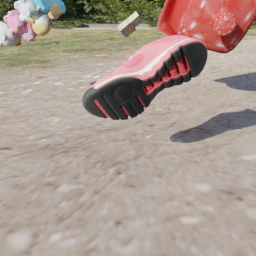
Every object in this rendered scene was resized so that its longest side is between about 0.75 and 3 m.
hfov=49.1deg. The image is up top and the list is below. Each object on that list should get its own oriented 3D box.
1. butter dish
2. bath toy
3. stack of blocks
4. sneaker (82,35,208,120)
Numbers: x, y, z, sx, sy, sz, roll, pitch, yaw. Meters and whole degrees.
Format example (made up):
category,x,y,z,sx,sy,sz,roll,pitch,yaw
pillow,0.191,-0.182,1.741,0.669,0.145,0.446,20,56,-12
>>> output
category,x,y,z,sx,sy,sz,roll,pitch,yaw
butter dish,2.492,-3.197,7.770,2.707,2.700,2.001,15,41,-11
bath toy,-3.046,-3.165,8.493,2.605,1.133,0.963,-14,13,38
stack of blocks,0.105,-3.753,10.203,0.497,0.862,0.253,27,32,-58
sneaker,0.228,-0.923,4.948,2.254,0.831,0.977,-27,39,2
